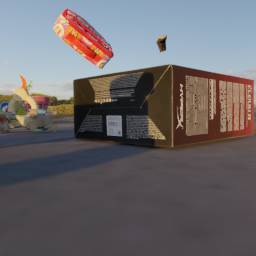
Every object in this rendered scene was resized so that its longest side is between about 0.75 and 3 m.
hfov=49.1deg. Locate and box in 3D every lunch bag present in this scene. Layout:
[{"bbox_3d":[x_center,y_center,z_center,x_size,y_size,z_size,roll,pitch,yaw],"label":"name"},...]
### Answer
[{"bbox_3d":[-1.233,-2.449,7.834,1.764,0.723,1.554,35,21,-26],"label":"lunch bag"}]

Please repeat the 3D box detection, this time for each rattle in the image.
[{"bbox_3d":[-3.356,-0.927,9.507,1.062,1.632,1.165,1,3,21],"label":"rattle"}]

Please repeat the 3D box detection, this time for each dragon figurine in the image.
[{"bbox_3d":[-1.786,-0.154,5.655,1.622,0.477,0.806,-4,5,-39],"label":"dragon figurine"}]

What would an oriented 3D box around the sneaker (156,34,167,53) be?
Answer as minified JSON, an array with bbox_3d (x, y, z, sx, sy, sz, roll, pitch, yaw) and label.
[{"bbox_3d":[1.462,-3.476,11.550,0.404,0.574,1.080,-20,7,1],"label":"sneaker"}]

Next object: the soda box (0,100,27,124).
[{"bbox_3d":[-4.730,-0.565,9.873,0.723,0.684,2.136,-25,-13,37],"label":"soda box"}]

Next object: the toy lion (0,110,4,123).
[{"bbox_3d":[-4.549,-0.338,8.718,1.260,0.433,1.208,-18,-19,25],"label":"toy lion"}]

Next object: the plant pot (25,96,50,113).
[{"bbox_3d":[-3.990,-0.790,12.046,1.234,1.104,1.234,-1,3,0],"label":"plant pot"}]

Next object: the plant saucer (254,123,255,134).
[{"bbox_3d":[2.081,-0.010,5.650,1.236,0.200,1.236,-1,2,0],"label":"plant saucer"}]

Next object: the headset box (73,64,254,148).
[{"bbox_3d":[0.645,-0.288,4.141,2.333,0.901,1.736,-5,6,-44],"label":"headset box"}]
